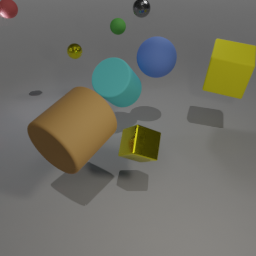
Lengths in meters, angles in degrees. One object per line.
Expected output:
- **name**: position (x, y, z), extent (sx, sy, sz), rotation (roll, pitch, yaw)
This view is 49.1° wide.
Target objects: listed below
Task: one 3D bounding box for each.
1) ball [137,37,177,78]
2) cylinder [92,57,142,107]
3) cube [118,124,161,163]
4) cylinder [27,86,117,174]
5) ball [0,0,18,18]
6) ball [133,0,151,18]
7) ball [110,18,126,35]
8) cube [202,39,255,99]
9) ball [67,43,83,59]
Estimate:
- **ball**: position (1.003, -2.474, 9.827), extent (1.400, 1.400, 1.400), rotation (0, 29, 0)
- **cylinder**: position (-0.364, -1.561, 9.874), extent (1.400, 1.400, 1.400), rotation (12, -6, 20)
- **cube**: position (0.278, 0.392, 6.708), extent (0.700, 0.700, 0.700), rotation (19, -19, -27)
- **cylinder**: position (-1.190, 0.036, 6.145), extent (1.400, 1.400, 1.400), rotation (19, 50, 31)
- **ball**: position (-4.545, -4.529, 10.620), extent (0.700, 0.700, 0.700), rotation (0, 29, 0)
- **ball**: position (0.535, -4.716, 11.022), extent (0.700, 0.700, 0.700), rotation (0, 29, 0)
- **ball**: position (-0.441, -4.456, 12.281), extent (0.700, 0.700, 0.700), rotation (0, 29, 0)
- **cube**: position (3.576, -2.112, 9.937), extent (1.400, 1.400, 1.400), rotation (15, 47, 12)
- **ball**: position (-2.429, -3.500, 12.774), extent (0.700, 0.700, 0.700), rotation (0, 29, 0)
